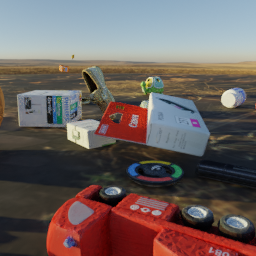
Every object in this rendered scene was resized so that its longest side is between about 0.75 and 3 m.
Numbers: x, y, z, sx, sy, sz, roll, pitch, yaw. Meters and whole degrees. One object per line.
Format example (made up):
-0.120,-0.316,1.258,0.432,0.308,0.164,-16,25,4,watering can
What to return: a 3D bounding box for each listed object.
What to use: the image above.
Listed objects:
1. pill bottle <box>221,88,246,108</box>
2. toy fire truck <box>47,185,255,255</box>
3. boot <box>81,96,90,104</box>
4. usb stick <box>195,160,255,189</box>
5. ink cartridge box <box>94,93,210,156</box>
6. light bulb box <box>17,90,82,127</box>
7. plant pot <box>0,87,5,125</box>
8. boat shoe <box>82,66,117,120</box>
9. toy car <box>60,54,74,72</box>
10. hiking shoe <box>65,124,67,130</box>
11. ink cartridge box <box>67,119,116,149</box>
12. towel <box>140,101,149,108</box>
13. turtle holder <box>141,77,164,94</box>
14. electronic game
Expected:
4.875,-1.384,12.991,0.852,0.852,1.521,10,17,35,pill bottle
0.314,1.342,1.977,2.954,0.720,2.083,7,16,28,toy fire truck
-2.838,-1.535,14.327,1.408,0.532,1.608,-7,16,-25,boot
2.115,0.863,4.880,1.854,0.302,0.514,8,9,31,usb stick
0.557,-0.314,6.730,2.262,0.568,2.607,12,21,0,ink cartridge box
-2.620,-0.716,9.703,1.731,1.080,1.716,1,13,3,light bulb box
-3.745,-0.207,5.775,2.269,2.269,1.588,-6,31,-24,plant pot
-1.074,-1.198,10.037,0.692,2.083,0.771,-17,-11,-39,boat shoe
-2.434,-2.548,10.977,0.413,0.841,0.280,26,25,-5,toy car
-1.500,0.015,8.508,0.811,0.307,0.408,7,4,-9,hiking shoe
-0.989,0.131,7.476,0.845,0.487,1.158,-10,17,-37,ink cartridge box
1.450,-0.793,11.501,1.808,0.435,1.548,0,17,-1,towel
1.496,-2.657,17.692,1.561,1.109,1.186,-2,14,-7,turtle holder
0.499,0.816,5.219,1.064,0.221,1.064,0,13,0,electronic game
